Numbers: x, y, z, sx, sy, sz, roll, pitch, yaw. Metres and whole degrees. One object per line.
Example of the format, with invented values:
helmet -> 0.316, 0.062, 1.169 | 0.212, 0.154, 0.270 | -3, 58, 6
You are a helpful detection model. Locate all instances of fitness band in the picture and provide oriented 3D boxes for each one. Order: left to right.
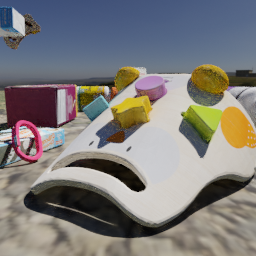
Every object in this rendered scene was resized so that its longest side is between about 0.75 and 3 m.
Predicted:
fitness band -> -1.683, 0.220, 4.691 | 0.141, 0.753, 0.541 | -31, -33, 21

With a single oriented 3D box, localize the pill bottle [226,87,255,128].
pill bottle -> 2.983, -0.460, 7.181 | 1.183, 1.183, 2.123 | -3, 10, -15

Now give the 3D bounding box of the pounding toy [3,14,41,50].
pounding toy -> -3.648, -3.123, 9.120 | 1.585, 0.906, 0.909 | -22, 13, -14

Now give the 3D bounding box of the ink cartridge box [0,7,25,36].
ink cartridge box -> -2.703, -2.043, 5.425 | 1.180, 0.400, 0.680 | -1, 5, -2

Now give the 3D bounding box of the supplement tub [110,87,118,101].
supplement tub -> 0.297, -1.233, 11.839 | 1.993, 1.221, 1.221 | -2, 10, -11

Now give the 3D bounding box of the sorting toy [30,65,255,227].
sorting toy -> 0.127, 0.226, 3.724 | 2.768, 1.479, 2.492 | 5, 30, 31

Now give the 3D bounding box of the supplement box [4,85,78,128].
supplement box -> -2.614, -0.766, 8.941 | 1.538, 1.212, 2.349 | 1, 9, 4

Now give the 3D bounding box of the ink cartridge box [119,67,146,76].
ink cartridge box -> 0.263, -1.937, 13.690 | 0.845, 1.992, 1.451 | 5, 11, 28

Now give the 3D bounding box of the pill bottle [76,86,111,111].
pill bottle -> -1.401, -1.372, 12.983 | 1.974, 1.113, 1.113 | 0, 9, -1

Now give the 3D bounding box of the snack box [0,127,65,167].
snack box -> -2.168, 0.290, 5.191 | 1.104, 0.352, 1.900 | 4, 10, 21
